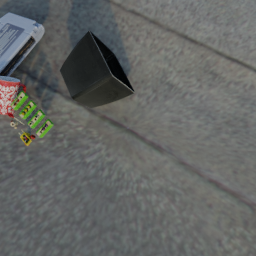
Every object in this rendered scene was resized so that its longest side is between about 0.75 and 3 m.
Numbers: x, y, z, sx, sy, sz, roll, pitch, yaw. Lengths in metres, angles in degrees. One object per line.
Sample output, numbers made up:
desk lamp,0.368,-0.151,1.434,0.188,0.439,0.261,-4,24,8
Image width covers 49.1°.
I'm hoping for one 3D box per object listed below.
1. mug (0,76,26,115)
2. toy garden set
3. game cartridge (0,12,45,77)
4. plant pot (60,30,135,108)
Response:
mug,-3.537,-0.951,8.391,0.913,0.686,1.028,6,107,-27
toy garden set,-2.925,-0.204,7.971,1.090,0.261,1.307,-43,89,19
game cartridge,-4.170,-2.558,9.121,1.800,0.561,2.704,24,71,27
plant pot,-1.002,-1.525,8.272,1.451,1.631,1.635,-31,70,15
